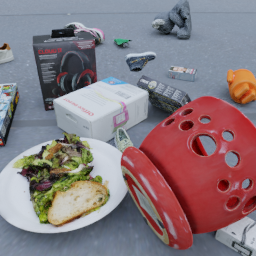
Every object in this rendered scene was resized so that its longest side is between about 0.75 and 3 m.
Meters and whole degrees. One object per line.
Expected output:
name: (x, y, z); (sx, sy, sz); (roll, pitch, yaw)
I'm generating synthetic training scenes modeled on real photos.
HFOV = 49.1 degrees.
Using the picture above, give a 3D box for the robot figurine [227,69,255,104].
robot figurine: (3.878, -1.449, 9.504); (1.120, 0.908, 1.557); (6, 35, 11)

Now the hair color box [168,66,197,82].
hair color box: (2.154, -2.144, 11.039); (1.049, 0.318, 0.519); (12, 36, 17)

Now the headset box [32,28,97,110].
headset box: (-1.926, -1.902, 8.812); (1.800, 2.421, 0.908); (-8, 35, -13)

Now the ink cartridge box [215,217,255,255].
ink cartridge box: (2.171, 1.962, 5.000); (1.017, 0.345, 0.590); (24, 41, 31)

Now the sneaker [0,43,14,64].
sneaker: (-5.998, -3.089, 11.915); (0.787, 0.915, 2.162); (25, 43, 29)

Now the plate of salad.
plate of salad: (-1.339, 0.901, 5.833); (2.808, 0.674, 2.808); (-2, 33, 1)

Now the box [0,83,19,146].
box: (-4.449, -0.414, 8.267); (1.971, 0.574, 2.878); (-6, 35, -8)

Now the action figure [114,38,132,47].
action figure: (-0.380, -4.392, 14.314); (0.751, 0.348, 1.272); (-17, 31, -22)

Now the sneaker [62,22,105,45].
sneaker: (-2.438, -4.775, 14.377); (2.356, 0.946, 1.017); (11, 38, 18)

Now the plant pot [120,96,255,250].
plant pot: (1.059, 0.792, 4.931); (1.986, 2.182, 2.182); (-27, 41, -15)

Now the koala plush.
koala plush: (2.385, -6.005, 15.576); (2.127, 1.955, 1.886); (-3, 32, 18)

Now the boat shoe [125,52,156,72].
boat shoe: (0.416, -1.890, 8.100); (1.039, 0.368, 0.472); (-14, 78, -28)

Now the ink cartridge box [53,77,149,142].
ink cartridge box: (-0.745, -0.534, 8.108); (1.628, 0.954, 2.253); (28, 42, 35)

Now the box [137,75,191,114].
box: (1.174, -0.851, 8.345); (1.640, 1.322, 0.403); (30, 84, 36)

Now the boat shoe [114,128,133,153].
boat shoe: (-0.094, 0.465, 7.145); (0.460, 0.396, 1.278); (-11, 36, -16)
